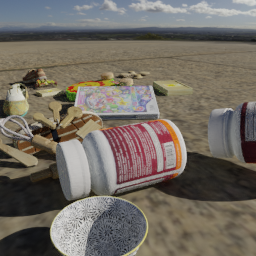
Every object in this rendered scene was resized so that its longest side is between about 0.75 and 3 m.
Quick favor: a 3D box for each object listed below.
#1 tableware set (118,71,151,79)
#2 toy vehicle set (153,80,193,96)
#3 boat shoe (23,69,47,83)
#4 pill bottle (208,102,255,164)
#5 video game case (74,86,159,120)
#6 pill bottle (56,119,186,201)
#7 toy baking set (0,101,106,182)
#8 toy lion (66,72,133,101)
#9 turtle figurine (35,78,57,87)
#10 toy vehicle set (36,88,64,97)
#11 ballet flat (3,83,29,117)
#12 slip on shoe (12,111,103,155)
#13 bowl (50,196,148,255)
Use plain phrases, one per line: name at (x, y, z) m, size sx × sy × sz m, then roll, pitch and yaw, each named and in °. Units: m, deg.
tableware set at (0.379, -3.067, 16.101) m, size 1.445 × 0.201 × 1.730 m, roll 12°, pitch 25°, yaw 27°
toy vehicle set at (2.020, -1.866, 12.885) m, size 1.193 × 0.255 × 1.920 m, roll -5°, pitch 22°, yaw -13°
boat shoe at (-4.752, -2.662, 14.151) m, size 1.849 × 0.664 × 0.700 m, roll 2°, pitch 16°, yaw 40°
pill bottle at (2.900, 0.095, 5.692) m, size 2.272 × 1.297 × 1.297 m, roll -2°, pitch 17°, yaw 34°
video game case at (-0.430, -0.929, 9.831) m, size 2.798 × 0.252 × 2.003 m, roll -1°, pitch 35°, yaw -3°
pill bottle at (-0.131, 0.573, 5.253) m, size 2.219 × 1.216 × 1.216 m, roll -10°, pitch 23°, yaw -24°
toy baking set at (-1.801, 0.284, 6.231) m, size 2.702 × 0.314 × 2.073 m, roll -21°, pitch 53°, yaw -32°
toy lion at (-1.291, -1.581, 11.642) m, size 2.336 × 0.837 × 2.437 m, roll -21°, pitch 29°, yaw -29°
turtle figurine at (-3.977, -2.197, 13.501) m, size 0.992 × 0.396 × 1.230 m, roll -4°, pitch 5°, yaw -33°
toy vehicle set at (-3.421, -1.573, 12.296) m, size 1.024 × 0.136 × 0.636 m, roll -17°, pitch 27°, yaw -36°
ballet flat at (-4.054, -1.107, 10.151) m, size 0.887 × 0.887 × 2.508 m, roll -6°, pitch 22°, yaw -15°
slip on shoe at (-1.783, 0.055, 7.213) m, size 2.286 × 0.869 × 0.692 m, roll -20°, pitch 27°, yaw -27°
bowl at (-0.370, 1.501, 3.717) m, size 1.247 × 0.585 × 1.247 m, roll 1°, pitch 21°, yaw 0°
